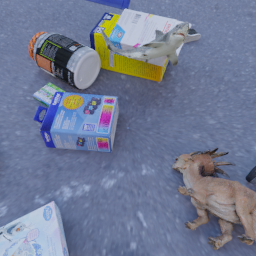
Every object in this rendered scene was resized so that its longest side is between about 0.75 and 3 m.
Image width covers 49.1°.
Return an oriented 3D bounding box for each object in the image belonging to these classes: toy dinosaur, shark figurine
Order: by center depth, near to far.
[{"bbox_3d":[0.420,-1.838,6.007,1.843,1.101,0.769,-5,65,17],"label":"shark figurine"},{"bbox_3d":[2.259,1.553,6.551,2.957,1.269,2.004,34,50,17],"label":"toy dinosaur"}]

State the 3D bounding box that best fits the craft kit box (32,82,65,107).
[{"bbox_3d":[-2.599,-1.098,9.283,0.789,0.191,0.779,31,60,22],"label":"craft kit box"}]

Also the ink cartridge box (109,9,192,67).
[{"bbox_3d":[0.632,-2.500,7.872,2.026,0.687,1.166,20,74,18],"label":"ink cartridge box"}]

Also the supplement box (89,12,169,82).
[{"bbox_3d":[0.156,-2.873,9.879,2.621,1.435,1.427,15,53,11],"label":"supplement box"}]

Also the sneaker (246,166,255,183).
[{"bbox_3d":[3.982,1.080,7.223,1.928,0.717,0.844,-24,60,-19],"label":"sneaker"}]

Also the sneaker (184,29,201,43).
[{"bbox_3d":[2.383,-3.748,11.308,0.999,0.353,0.496,-12,50,-16],"label":"sneaker"}]

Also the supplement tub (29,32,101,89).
[{"bbox_3d":[-2.183,-2.357,9.498,2.278,1.396,1.396,30,57,21],"label":"supplement tub"}]

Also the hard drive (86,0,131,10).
[{"bbox_3d":[-0.919,-4.560,7.969,2.715,1.791,0.344,-3,33,-37],"label":"hard drive"}]

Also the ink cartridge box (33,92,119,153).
[{"bbox_3d":[-1.504,-0.200,8.138,2.292,0.875,1.564,4,51,5],"label":"ink cartridge box"}]

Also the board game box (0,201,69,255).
[{"bbox_3d":[-2.131,2.576,5.681,1.753,0.382,1.761,-26,35,-6],"label":"board game box"}]
